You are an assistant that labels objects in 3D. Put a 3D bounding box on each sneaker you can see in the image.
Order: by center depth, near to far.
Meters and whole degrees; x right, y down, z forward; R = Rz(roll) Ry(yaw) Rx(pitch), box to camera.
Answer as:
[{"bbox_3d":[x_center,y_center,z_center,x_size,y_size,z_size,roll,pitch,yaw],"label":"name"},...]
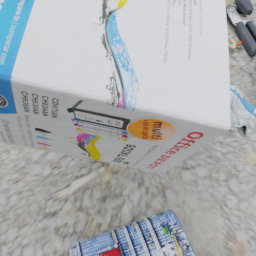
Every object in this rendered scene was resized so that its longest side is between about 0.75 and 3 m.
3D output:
[{"bbox_3d":[1.720,-0.281,4.668,1.259,0.472,0.546,35,82,-19],"label":"sneaker"}]

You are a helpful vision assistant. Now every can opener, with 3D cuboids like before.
[{"bbox_3d":[3.700,-3.249,8.694,0.600,0.752,2.249,-8,57,-5],"label":"can opener"}]

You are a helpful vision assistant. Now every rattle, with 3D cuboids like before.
[{"bbox_3d":[3.032,-2.478,8.578,0.855,0.610,0.556,-10,54,-45],"label":"rattle"}]

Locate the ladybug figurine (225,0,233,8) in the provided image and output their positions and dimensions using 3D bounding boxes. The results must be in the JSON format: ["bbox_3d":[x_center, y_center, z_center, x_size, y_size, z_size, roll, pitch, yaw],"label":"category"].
[{"bbox_3d":[2.759,-4.401,9.260,1.429,0.757,2.105,9,52,33],"label":"ladybug figurine"}]

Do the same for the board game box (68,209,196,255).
[{"bbox_3d":[0.007,2.953,4.416,2.744,0.847,2.746,-16,59,-13],"label":"board game box"}]

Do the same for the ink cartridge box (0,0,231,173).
[{"bbox_3d":[-0.346,-0.693,3.389,2.498,1.839,1.807,12,66,-11],"label":"ink cartridge box"}]
